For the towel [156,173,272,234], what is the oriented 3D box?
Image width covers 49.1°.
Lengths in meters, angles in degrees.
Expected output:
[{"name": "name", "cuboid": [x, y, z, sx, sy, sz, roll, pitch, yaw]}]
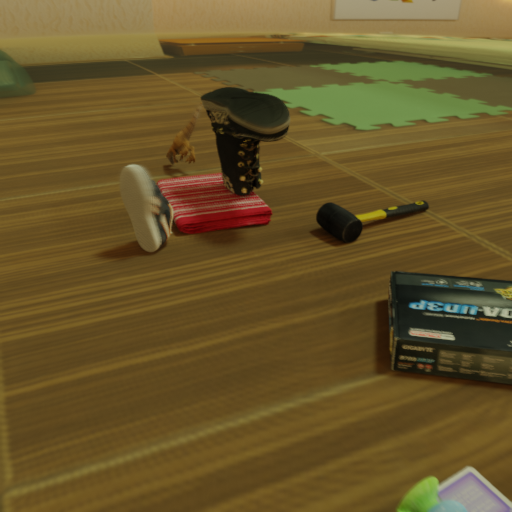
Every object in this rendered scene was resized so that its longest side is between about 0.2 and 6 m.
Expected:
[{"name": "towel", "cuboid": [-0.993, -1.215, 12.229, 1.995, 0.310, 2.759, -8, 28, -16]}]

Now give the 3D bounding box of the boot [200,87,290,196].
[{"name": "boot", "cuboid": [-0.091, -2.174, 11.349, 1.001, 2.093, 2.772, -25, 35, -21]}]

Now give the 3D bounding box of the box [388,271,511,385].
[{"name": "box", "cuboid": [3.040, 0.952, 7.749, 2.353, 0.541, 1.870, 5, 28, 10]}]

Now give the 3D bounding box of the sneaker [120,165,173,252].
[{"name": "sneaker", "cuboid": [-1.959, -0.941, 10.149, 0.654, 1.668, 0.662, 12, 36, 28]}]

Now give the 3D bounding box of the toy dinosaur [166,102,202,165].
[{"name": "toy dinosaur", "cuboid": [-1.809, -2.936, 14.038, 0.592, 1.960, 1.041, 5, 51, -42]}]

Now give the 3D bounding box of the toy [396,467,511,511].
[{"name": "toy", "cuboid": [2.213, 2.759, 4.109, 1.676, 0.687, 2.911, -16, 31, -27]}]

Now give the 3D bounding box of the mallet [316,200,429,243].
[{"name": "mallet", "cuboid": [2.410, -0.895, 11.467, 2.738, 0.563, 0.902, -17, 37, -37]}]
